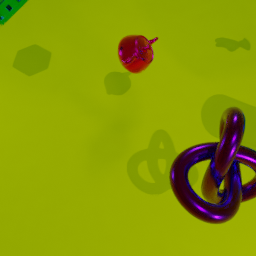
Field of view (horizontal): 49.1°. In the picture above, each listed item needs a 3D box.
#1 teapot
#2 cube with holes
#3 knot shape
[{"bbox_3d":[0.220,-1.521,5.581,0.615,0.782,1.257,-14,26,40],"label":"teapot"},{"bbox_3d":[-2.121,-2.385,4.733,0.739,0.739,0.739,-28,40,26],"label":"cube with holes"},{"bbox_3d":[1.343,0.447,3.846,1.597,0.738,1.495,5,95,-35],"label":"knot shape"}]
